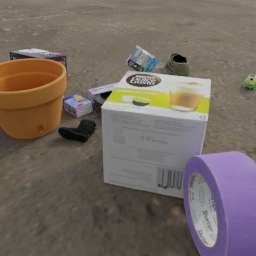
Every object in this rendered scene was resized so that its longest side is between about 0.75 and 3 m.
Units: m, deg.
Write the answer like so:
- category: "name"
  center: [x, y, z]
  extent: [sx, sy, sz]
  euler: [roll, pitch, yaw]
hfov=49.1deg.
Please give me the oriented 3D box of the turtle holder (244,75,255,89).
- category: "turtle holder"
  center: [5.522, -2.078, 12.635]
  extent: [0.753, 0.535, 0.572]
  euler: [-24, 41, -32]

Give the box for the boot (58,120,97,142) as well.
- category: "boot"
  center: [-1.685, 0.020, 9.578]
  extent: [1.128, 0.417, 0.924]
  euler: [14, 38, 8]

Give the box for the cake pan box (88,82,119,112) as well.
- category: "cake pan box"
  center: [-0.321, -1.170, 11.261]
  extent: [2.166, 0.566, 1.995]
  euler: [-17, 35, -24]

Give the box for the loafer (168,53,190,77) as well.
- category: "loafer"
  center: [2.654, -3.316, 14.136]
  extent: [1.005, 0.931, 2.672]
  euler: [-2, 34, -3]

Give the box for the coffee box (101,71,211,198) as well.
- category: "coffee box"
  center: [0.820, 0.059, 7.675]
  extent: [2.424, 2.427, 2.400]
  euler: [9, 35, 13]

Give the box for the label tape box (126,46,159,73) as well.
- category: "label tape box"
  center: [0.432, -1.932, 8.211]
  extent: [0.819, 0.587, 0.271]
  euler: [31, 29, -13]

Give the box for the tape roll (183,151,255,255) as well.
- category: "tape roll"
  center: [1.892, 1.579, 5.638]
  extent: [0.919, 2.162, 2.162]
  euler: [-5, 34, -9]

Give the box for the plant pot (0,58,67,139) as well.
- category: "plant pot"
  center: [-3.468, -0.958, 9.618]
  extent: [2.853, 1.997, 2.853]
  euler: [0, 33, 0]

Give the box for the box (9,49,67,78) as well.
- category: "box"
  center: [-4.074, -2.843, 12.841]
  extent: [2.240, 1.285, 1.480]
  euler: [19, 29, 30]

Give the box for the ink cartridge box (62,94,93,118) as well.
- category: "ink cartridge box"
  center: [-2.041, -0.909, 10.973]
  extent: [0.790, 0.442, 1.158]
  euler: [-26, 40, -34]
